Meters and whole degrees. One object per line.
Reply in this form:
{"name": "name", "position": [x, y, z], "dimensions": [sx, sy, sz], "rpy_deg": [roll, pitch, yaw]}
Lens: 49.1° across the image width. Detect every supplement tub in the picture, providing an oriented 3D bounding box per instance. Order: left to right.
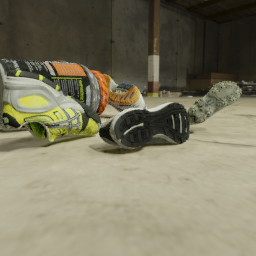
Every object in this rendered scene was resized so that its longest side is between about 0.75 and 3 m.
{"name": "supplement tub", "position": [-2.073, -0.909, 7.605], "dimensions": [2.857, 1.750, 1.750], "rpy_deg": [-6, 10, -39]}

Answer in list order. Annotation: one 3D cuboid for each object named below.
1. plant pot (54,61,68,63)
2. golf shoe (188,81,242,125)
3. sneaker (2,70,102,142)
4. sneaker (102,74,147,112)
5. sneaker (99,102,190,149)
{"name": "plant pot", "position": [-2.889, -1.560, 11.825], "dimensions": [1.939, 1.939, 1.683], "rpy_deg": [3, -36, 23]}
{"name": "golf shoe", "position": [1.999, -0.581, 6.756], "dimensions": [1.555, 0.609, 0.756], "rpy_deg": [-30, -12, -14]}
{"name": "sneaker", "position": [-1.382, -0.187, 5.249], "dimensions": [0.926, 0.939, 2.457], "rpy_deg": [10, -11, 30]}
{"name": "sneaker", "position": [-0.534, -1.138, 10.773], "dimensions": [2.977, 1.121, 1.312], "rpy_deg": [30, -14, 43]}
{"name": "sneaker", "position": [0.389, -0.051, 5.108], "dimensions": [2.055, 0.759, 0.815], "rpy_deg": [-3, -2, -40]}
